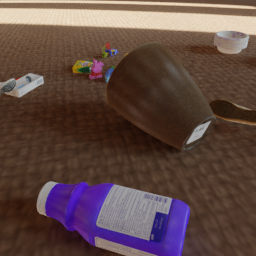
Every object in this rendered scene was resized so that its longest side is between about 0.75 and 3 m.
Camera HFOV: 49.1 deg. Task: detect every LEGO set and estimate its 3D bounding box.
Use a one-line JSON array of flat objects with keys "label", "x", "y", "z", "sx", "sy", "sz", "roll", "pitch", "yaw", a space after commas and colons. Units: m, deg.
[{"label": "LEGO set", "x": -0.318, "y": -2.703, "z": 11.937, "sx": 2.536, "sy": 1.041, "sz": 0.967, "roll": -17, "pitch": 38, "yaw": -25}]

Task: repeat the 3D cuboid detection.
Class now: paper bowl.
[{"label": "paper bowl", "x": 5.431, "y": -4.525, "z": 14.846, "sx": 1.701, "sy": 0.885, "sz": 1.701, "roll": -1, "pitch": 35, "yaw": 1}]

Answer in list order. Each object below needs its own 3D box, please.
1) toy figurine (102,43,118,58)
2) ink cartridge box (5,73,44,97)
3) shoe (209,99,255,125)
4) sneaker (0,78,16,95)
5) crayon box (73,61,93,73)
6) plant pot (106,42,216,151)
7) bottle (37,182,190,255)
[{"label": "toy figurine", "x": -0.833, "y": -3.958, "z": 14.329, "sx": 0.681, "sy": 0.599, "sz": 1.136, "roll": 12, "pitch": 36, "yaw": 9}, {"label": "ink cartridge box", "x": -4.362, "y": -1.773, "z": 11.165, "sx": 1.312, "sy": 0.333, "sz": 1.489, "roll": 14, "pitch": 35, "yaw": 18}, {"label": "shoe", "x": 3.312, "y": -0.427, "z": 8.628, "sx": 1.711, "sy": 0.598, "sz": 0.457, "roll": 22, "pitch": -6, "yaw": 30}, {"label": "sneaker", "x": -4.576, "y": -1.443, "z": 9.975, "sx": 1.204, "sy": 0.449, "sz": 0.524, "roll": -35, "pitch": 68, "yaw": -12}, {"label": "crayon box", "x": -2.027, "y": -2.809, "z": 12.809, "sx": 0.781, "sy": 0.264, "sz": 0.905, "roll": 3, "pitch": 33, "yaw": 5}, {"label": "plant pot", "x": 1.093, "y": -0.673, "z": 7.919, "sx": 2.448, "sy": 2.448, "sz": 2.619, "roll": -23, "pitch": 56, "yaw": -31}, {"label": "bottle", "x": -0.328, "y": 1.662, "z": 5.324, "sx": 2.844, "sy": 0.928, "sz": 1.188, "roll": 10, "pitch": 36, "yaw": 15}]
